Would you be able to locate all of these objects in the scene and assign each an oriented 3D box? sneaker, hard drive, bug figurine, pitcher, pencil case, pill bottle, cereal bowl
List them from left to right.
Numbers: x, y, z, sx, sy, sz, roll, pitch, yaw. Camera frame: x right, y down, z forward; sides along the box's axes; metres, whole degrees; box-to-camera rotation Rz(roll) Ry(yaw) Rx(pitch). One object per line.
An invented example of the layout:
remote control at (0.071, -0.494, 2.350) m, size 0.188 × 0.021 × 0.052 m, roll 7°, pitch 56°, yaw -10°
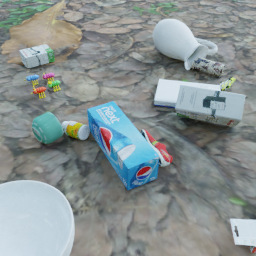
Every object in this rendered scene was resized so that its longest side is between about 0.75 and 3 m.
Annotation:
cereal bowl at (-2.289, 2.325, 5.627) m, size 2.495 × 1.039 × 2.495 m, roll 0°, pitch 40°, yaw 0°
bug figurine at (-3.361, -1.791, 11.029) m, size 1.221 × 0.405 × 1.574 m, roll -19°, pitch 43°, yaw -22°
pill bottle at (-1.665, 0.050, 8.741) m, size 0.862 × 0.479 × 0.479 m, roll 15°, pitch 41°, yaw 30°
sneaker at (0.798, 0.582, 8.223) m, size 0.601 × 0.545 × 1.415 m, roll -8°, pitch 46°, yaw -29°
pitcher at (2.578, -3.924, 12.804) m, size 2.234 × 1.579 × 2.604 m, roll -21°, pitch 53°, yaw -30°
hard drive at (2.232, -1.223, 10.429) m, size 2.330 × 0.296 × 1.537 m, roll 8°, pitch 41°, yaw 9°
pencil case at (3.395, -2.595, 11.900) m, size 1.369 × 0.612 × 0.533 m, roll 25°, pitch 75°, yaw 27°
sneaker at (3.949, -1.705, 11.036) m, size 0.880 × 0.332 × 0.336 m, roll -32°, pitch 56°, yaw -19°

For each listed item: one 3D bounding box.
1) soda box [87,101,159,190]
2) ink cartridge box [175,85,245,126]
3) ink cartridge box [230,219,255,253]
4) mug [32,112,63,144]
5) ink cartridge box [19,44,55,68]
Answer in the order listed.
soda box at (-0.229, 0.388, 8.055) m, size 0.941 × 0.890 × 2.775 m, roll -18°, pitch 43°, yaw -21°
ink cartridge box at (2.552, -0.679, 8.848) m, size 1.936 × 1.419 × 0.804 m, roll 12°, pitch 86°, yaw 13°
ink cartridge box at (2.871, 2.382, 6.143) m, size 1.199 × 0.302 × 0.654 m, roll 3°, pitch 40°, yaw 5°
mug at (-2.535, 0.048, 8.553) m, size 0.656 × 0.872 × 1.061 m, roll -36°, pitch 15°, yaw -33°
ink cartridge box at (-4.111, -3.256, 12.662) m, size 1.295 × 0.538 × 0.949 m, roll -23°, pitch 45°, yaw -25°
